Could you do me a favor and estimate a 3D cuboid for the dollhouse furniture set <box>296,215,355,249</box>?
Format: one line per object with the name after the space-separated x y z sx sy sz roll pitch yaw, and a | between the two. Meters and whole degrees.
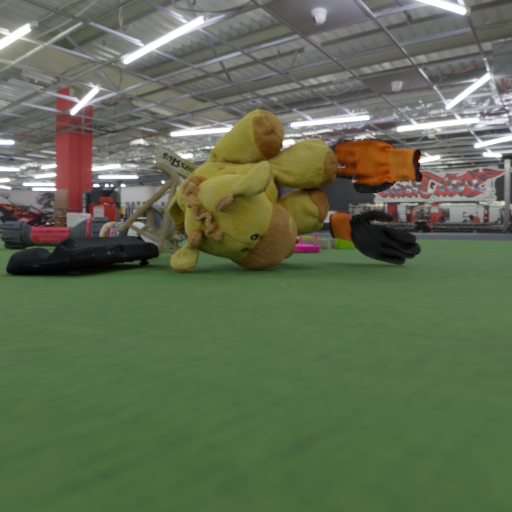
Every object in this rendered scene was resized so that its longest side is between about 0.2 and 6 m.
1.875 -0.644 14.831 2.337 0.902 1.168 -1 3 -19 | dollhouse furniture set

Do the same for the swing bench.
-1.610 -0.803 10.051 0.905 1.395 1.388 30 0 3 | swing bench

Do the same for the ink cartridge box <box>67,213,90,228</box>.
-5.226 -0.771 16.512 0.410 0.974 0.704 1 3 13 | ink cartridge box

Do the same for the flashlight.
-5.053 -0.584 14.205 2.601 0.881 0.884 1 7 -7 | flashlight

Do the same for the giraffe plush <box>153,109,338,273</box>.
-0.178 -0.693 7.622 2.714 2.342 2.201 10 23 -8 | giraffe plush

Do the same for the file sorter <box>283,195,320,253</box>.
0.235 -0.752 12.757 2.130 1.336 1.480 0 3 -9 | file sorter

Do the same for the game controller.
-2.230 0.032 7.532 1.195 0.482 2.290 -14 -1 15 | game controller

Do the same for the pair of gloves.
1.697 -0.810 8.317 0.234 1.895 1.689 -27 31 -35 | pair of gloves

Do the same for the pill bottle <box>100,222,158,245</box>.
-2.750 -0.397 12.193 1.186 0.690 0.690 1 3 28 | pill bottle

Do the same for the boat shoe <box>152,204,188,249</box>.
-2.092 -0.827 13.953 0.980 1.155 3.172 -23 2 -9 | boat shoe
